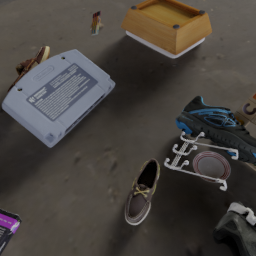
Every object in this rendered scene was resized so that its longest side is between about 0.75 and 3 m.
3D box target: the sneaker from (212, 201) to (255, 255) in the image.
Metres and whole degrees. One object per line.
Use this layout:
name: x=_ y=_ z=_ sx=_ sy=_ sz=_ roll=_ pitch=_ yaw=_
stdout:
sneaker: x=2.471 y=2.456 z=4.935 sx=1.070 sy=0.786 sz=2.366 roll=-31 pitch=52 yaw=-21

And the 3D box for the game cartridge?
game cartridge: x=-1.870 y=-0.988 z=7.739 sx=1.885 sy=0.588 sz=2.830 roll=37 pitch=56 yaw=7

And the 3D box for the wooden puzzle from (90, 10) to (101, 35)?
wooden puzzle: x=-0.800 y=-2.581 z=6.940 sx=0.062 sy=0.524 sz=0.883 roll=3 pitch=13 yaw=-23

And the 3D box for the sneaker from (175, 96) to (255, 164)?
sneaker: x=2.401 y=-0.005 z=6.775 sx=2.492 sy=0.912 sz=1.021 roll=30 pitch=76 yaw=27

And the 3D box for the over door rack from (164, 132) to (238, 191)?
over door rack: x=1.199 y=0.453 z=4.514 sx=1.017 sy=0.339 sz=0.751 roll=19 pitch=50 yaw=25

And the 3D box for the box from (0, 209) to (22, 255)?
box: x=-3.111 y=2.324 z=5.318 sx=1.309 sy=0.330 sz=1.830 roll=15 pitch=49 yaw=14

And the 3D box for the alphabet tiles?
alphabet tiles: x=3.823 y=-0.095 z=6.741 sx=2.706 sy=0.102 sz=2.262 roll=-47 pitch=58 yaw=1

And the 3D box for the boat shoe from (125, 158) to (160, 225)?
boat shoe: x=0.325 y=1.339 z=6.102 sx=0.546 sy=0.453 sz=1.521 roll=18 pitch=51 yaw=15

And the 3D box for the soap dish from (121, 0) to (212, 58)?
soap dish: x=1.406 y=-3.832 z=10.277 sx=2.141 sy=1.105 sz=2.722 roll=-36 pitch=56 yaw=-27

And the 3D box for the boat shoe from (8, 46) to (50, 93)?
boat shoe: x=-2.991 y=-1.762 z=8.527 sx=0.834 sy=0.836 sz=2.318 roll=17 pitch=54 yaw=-12

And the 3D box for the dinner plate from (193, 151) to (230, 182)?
dinner plate: x=1.989 y=0.936 z=6.699 sx=0.884 sy=0.107 sz=0.884 roll=-1 pitch=49 yaw=1
